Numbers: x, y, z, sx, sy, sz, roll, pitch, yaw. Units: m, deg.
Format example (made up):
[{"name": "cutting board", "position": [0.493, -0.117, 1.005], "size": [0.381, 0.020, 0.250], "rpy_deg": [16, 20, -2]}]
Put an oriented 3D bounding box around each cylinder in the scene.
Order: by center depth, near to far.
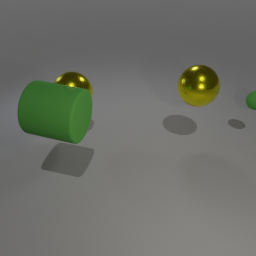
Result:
[{"name": "cylinder", "position": [-1.797, -0.411, 7.123], "size": [1.400, 1.400, 1.400], "rpy_deg": [12, 34, 10]}]

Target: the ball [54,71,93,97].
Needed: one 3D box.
[{"name": "ball", "position": [-1.916, -1.241, 9.675], "size": [1.400, 1.400, 1.400], "rpy_deg": [0, 33, 0]}]

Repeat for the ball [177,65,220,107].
[{"name": "ball", "position": [2.354, -1.406, 9.368], "size": [1.400, 1.400, 1.400], "rpy_deg": [0, 33, 0]}]

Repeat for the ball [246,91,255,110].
[{"name": "ball", "position": [4.645, -0.995, 10.150], "size": [0.700, 0.700, 0.700], "rpy_deg": [0, 33, 0]}]
